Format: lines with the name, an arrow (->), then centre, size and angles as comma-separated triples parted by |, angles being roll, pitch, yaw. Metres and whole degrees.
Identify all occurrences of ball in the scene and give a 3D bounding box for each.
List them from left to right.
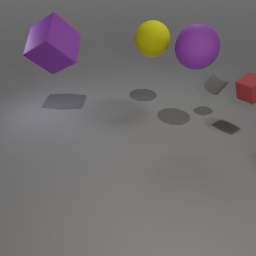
ball -> 0.966, -3.544, 11.172 | 1.400, 1.400, 1.400 | 0, 30, 0
ball -> 2.198, -2.571, 8.912 | 1.400, 1.400, 1.400 | 0, 30, 0

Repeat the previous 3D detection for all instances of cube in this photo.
cube -> -2.814, -3.132, 10.551 | 1.400, 1.400, 1.400 | -15, 59, 35
cube -> 4.105, -1.329, 9.324 | 0.700, 0.700, 0.700 | -34, 38, -15

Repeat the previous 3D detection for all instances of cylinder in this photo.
cylinder -> 3.476, -1.779, 10.996 | 0.700, 0.700, 0.700 | 19, 42, -18
